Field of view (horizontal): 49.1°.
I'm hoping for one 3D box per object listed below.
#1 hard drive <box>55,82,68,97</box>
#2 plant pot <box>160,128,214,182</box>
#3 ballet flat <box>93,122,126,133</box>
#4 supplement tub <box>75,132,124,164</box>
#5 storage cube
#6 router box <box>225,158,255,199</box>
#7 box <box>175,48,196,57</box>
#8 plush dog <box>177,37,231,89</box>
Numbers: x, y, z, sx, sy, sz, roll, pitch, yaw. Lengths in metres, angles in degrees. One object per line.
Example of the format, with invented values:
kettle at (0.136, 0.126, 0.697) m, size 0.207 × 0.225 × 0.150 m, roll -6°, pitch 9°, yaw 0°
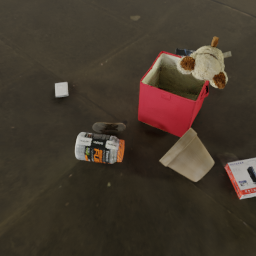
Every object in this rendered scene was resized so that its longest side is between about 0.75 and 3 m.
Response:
hard drive at (-3.119, -1.802, 13.165) m, size 0.560 × 0.113 × 0.850 m, roll -9°, pitch 52°, yaw -7°
plant pot at (2.224, 1.092, 10.137) m, size 1.469 × 1.693 × 1.693 m, roll 44°, pitch 63°, yaw 9°
ballet flat at (-0.785, -0.042, 11.687) m, size 1.371 × 0.462 × 0.318 m, roll -3°, pitch 11°, yaw 2°
supplement tub at (-1.038, 0.768, 10.577) m, size 1.721 × 1.054 × 1.054 m, roll 6°, pitch 52°, yaw 6°
storage cube at (1.890, -1.325, 11.424) m, size 2.545 × 2.288 × 2.176 m, roll 22°, pitch 55°, yaw 15°
router box at (4.514, 1.795, 10.212) m, size 1.471 × 0.359 × 1.320 m, roll -10°, pitch 53°, yaw -7°
box at (3.118, -3.534, 14.378) m, size 1.475 × 0.321 × 1.181 m, roll 10°, pitch 53°, yaw 8°
plush dog at (2.458, -1.968, 8.716) m, size 1.776 × 1.425 × 1.526 m, roll 24°, pitch 37°, yaw 4°
